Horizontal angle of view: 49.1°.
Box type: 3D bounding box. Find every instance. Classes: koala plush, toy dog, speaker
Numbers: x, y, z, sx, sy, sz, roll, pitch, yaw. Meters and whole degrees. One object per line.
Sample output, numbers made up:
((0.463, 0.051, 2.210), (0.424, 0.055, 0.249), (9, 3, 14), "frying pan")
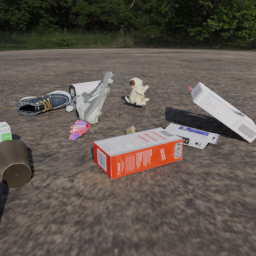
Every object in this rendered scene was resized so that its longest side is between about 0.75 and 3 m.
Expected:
((-2.360, -1.071, 13.150), (1.008, 0.926, 0.894), (-14, 15, 28), "koala plush")
((0.440, -1.834, 13.609), (1.199, 1.237, 0.863), (3, 24, 29), "toy dog")
((-2.129, -2.139, 15.658), (2.172, 0.882, 0.882), (-16, 25, -35), "speaker")

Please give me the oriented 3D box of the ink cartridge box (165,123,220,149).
((2.191, 0.303, 9.714), (1.805, 0.354, 0.898), (14, 24, 23), "ink cartridge box")

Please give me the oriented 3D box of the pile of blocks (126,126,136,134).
((0.170, 0.327, 9.969), (0.315, 0.416, 1.014), (38, 19, -24), "pile of blocks")

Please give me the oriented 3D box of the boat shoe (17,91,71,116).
((-3.850, -1.064, 12.941), (2.411, 0.853, 1.094), (-10, 25, -5), "boat shoe")

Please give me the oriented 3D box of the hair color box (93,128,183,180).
((0.314, 0.675, 8.278), (2.398, 0.734, 1.217), (-12, 23, -27), "hair color box")

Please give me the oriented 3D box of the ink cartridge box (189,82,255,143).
((3.469, -0.764, 10.408), (2.533, 0.566, 2.232), (34, 23, -8), "ink cartridge box")

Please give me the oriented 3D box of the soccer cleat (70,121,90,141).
((-1.778, 0.086, 10.331), (0.542, 0.472, 1.416), (11, 20, -1), "soccer cleat")

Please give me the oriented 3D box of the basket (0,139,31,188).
((-3.075, 0.960, 7.422), (1.140, 0.860, 1.264), (-23, 32, -25), "basket")

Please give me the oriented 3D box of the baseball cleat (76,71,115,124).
((-1.421, -1.355, 11.496), (1.229, 2.309, 0.805), (18, -6, 3), "baseball cleat")

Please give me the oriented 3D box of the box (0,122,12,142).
((-4.132, 0.474, 8.355), (1.202, 1.060, 0.581), (-14, 24, -34), "box")

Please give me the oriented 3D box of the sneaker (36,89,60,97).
((-4.124, -1.275, 13.814), (1.928, 0.728, 0.679), (-18, 21, 15), "sneaker")
